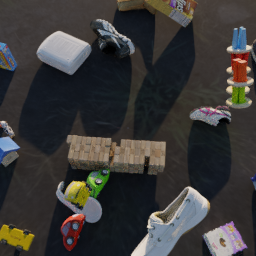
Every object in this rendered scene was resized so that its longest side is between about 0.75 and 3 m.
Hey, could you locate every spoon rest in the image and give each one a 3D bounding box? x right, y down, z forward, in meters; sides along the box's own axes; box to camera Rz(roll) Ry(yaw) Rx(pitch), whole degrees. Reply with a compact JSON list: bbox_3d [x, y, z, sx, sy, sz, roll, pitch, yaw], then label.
[{"bbox_3d":[-1.414,2.089,7.867,1.562,0.776,0.474,27,22,19],"label":"spoon rest"}]

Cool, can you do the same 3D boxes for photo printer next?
[{"bbox_3d":[-2.484,-2.904,10.638,1.714,0.595,1.426,26,65,14],"label":"photo printer"}]

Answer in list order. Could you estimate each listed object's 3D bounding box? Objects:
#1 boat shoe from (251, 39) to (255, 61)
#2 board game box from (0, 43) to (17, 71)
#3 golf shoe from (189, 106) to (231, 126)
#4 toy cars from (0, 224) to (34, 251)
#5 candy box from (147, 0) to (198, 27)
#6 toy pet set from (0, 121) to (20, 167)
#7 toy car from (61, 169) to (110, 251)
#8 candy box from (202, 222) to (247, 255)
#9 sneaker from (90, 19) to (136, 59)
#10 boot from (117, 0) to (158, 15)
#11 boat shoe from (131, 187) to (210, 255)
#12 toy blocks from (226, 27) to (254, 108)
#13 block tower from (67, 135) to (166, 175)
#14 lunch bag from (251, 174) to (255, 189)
[{"bbox_3d":[5.326,-2.348,10.170,1.011,0.872,2.782,-9,61,-5],"label":"boat shoe"},{"bbox_3d":[-4.780,-2.677,10.224,1.092,1.115,0.312,17,62,10],"label":"board game box"},{"bbox_3d":[2.743,-0.380,9.293,1.382,0.502,0.636,-3,61,-2],"label":"golf shoe"},{"bbox_3d":[-3.418,3.136,7.402,1.969,0.436,0.883,-22,62,-8],"label":"toy cars"},{"bbox_3d":[1.853,-5.160,11.562,1.920,0.542,1.120,29,62,-11],"label":"candy box"},{"bbox_3d":[-4.195,0.511,8.560,1.514,0.861,1.622,39,66,18],"label":"toy pet set"},{"bbox_3d":[-1.136,1.822,7.586,0.513,2.299,2.163,21,34,11],"label":"toy car"},{"bbox_3d":[2.572,3.039,7.498,0.878,0.314,0.736,-19,63,-11],"label":"candy box"},{"bbox_3d":[-0.833,-3.414,10.838,2.256,0.750,1.021,41,65,18],"label":"sneaker"},{"bbox_3d":[0.387,-5.208,12.001,1.564,0.517,1.370,-10,48,-7],"label":"boot"},{"bbox_3d":[0.649,1.854,5.283,1.880,0.666,0.652,-45,102,-2],"label":"boat shoe"},{"bbox_3d":[2.860,-1.578,7.187,0.629,1.732,1.444,0,30,19],"label":"toy blocks"},{"bbox_3d":[-0.376,0.834,8.453,2.917,0.788,0.843,5,60,3],"label":"block tower"},{"bbox_3d":[5.186,1.919,7.295,2.925,1.812,2.487,-14,61,2],"label":"lunch bag"}]
